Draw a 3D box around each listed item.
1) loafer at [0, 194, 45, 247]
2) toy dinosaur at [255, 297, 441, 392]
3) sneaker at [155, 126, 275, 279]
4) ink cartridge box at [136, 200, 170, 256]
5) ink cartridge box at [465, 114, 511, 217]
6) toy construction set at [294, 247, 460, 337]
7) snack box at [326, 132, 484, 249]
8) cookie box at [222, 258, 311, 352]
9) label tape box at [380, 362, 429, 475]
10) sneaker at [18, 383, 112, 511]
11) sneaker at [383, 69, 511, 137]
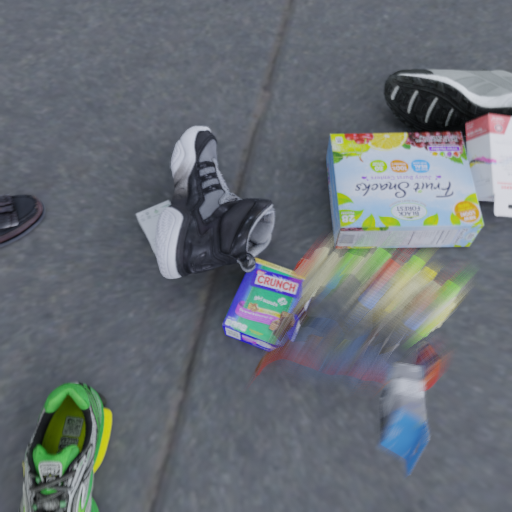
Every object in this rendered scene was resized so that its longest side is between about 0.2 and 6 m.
[{"bbox_3d":[-4.664,-0.508,9.178,2.267,0.714,0.815,-21,65,-10],"label":"loafer"},{"bbox_3d":[1.291,1.266,7.371,1.975,2.176,1.142,36,47,12],"label":"toy dinosaur"},{"bbox_3d":[-0.529,-0.889,8.986,1.712,1.135,3.008,3,53,4],"label":"sneaker"},{"bbox_3d":[-1.478,-0.297,9.339,0.626,0.247,1.259,-23,64,-13],"label":"ink cartridge box"},{"bbox_3d":[4.101,-1.438,9.399,0.973,0.564,1.671,1,85,-23],"label":"ink cartridge box"},{"bbox_3d":[1.625,0.340,7.164,2.184,1.006,1.432,12,19,-16],"label":"toy construction set"},{"bbox_3d":[2.414,-1.117,9.448,2.294,0.776,1.934,-1,62,1],"label":"snack box"},{"bbox_3d":[0.208,0.780,8.662,1.061,0.466,1.241,19,64,11],"label":"cookie box"},{"bbox_3d":[1.583,1.744,6.075,0.303,0.690,0.957,11,38,3],"label":"label tape box"},{"bbox_3d":[-2.602,3.026,7.101,1.136,1.240,2.911,-1,64,-1],"label":"sneaker"},{"bbox_3d":[3.877,-2.848,10.236,3.170,1.172,1.257,10,54,-2],"label":"sneaker"}]
